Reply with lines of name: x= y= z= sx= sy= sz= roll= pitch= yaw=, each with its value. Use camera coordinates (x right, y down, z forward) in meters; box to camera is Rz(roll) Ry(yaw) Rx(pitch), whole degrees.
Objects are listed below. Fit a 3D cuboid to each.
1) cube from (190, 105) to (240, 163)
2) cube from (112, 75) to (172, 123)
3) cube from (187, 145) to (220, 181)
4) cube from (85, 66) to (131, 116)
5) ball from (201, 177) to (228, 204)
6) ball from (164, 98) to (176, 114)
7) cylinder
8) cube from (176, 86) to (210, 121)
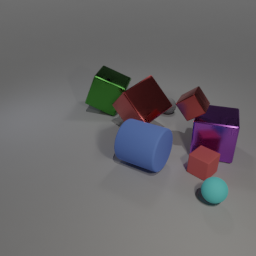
cube: x=2.964 y=0.146 z=9.599 sx=1.400 sy=1.400 sz=1.400 roll=9 pitch=31 yaw=16
cube: x=0.503 y=-0.862 z=10.520 sx=1.400 sy=1.400 sz=1.400 roll=-35 pitch=0 yaw=-24
cube: x=2.344 y=1.088 z=8.723 sx=0.700 sy=0.700 sz=0.700 roll=27 pitch=40 yaw=37
cube: x=-0.846 y=-1.640 z=12.225 sx=1.400 sy=1.400 sz=1.400 roll=24 pitch=32 yaw=-3
ball: x=2.325 y=1.668 z=7.527 sx=0.700 sy=0.700 sz=0.700 roll=0 pitch=31 yaw=0
ball: x=1.751 y=-0.976 z=12.219 sx=0.700 sy=0.700 sz=0.700 roll=0 pitch=31 yaw=0
cylinder: x=0.510 y=0.531 z=8.929 sx=1.400 sy=1.400 sz=1.400 roll=16 pitch=34 yaw=28
cube: x=2.061 y=-0.768 z=8.867 sx=0.700 sy=0.700 sz=0.700 roll=-27 pitch=14 yaw=38
